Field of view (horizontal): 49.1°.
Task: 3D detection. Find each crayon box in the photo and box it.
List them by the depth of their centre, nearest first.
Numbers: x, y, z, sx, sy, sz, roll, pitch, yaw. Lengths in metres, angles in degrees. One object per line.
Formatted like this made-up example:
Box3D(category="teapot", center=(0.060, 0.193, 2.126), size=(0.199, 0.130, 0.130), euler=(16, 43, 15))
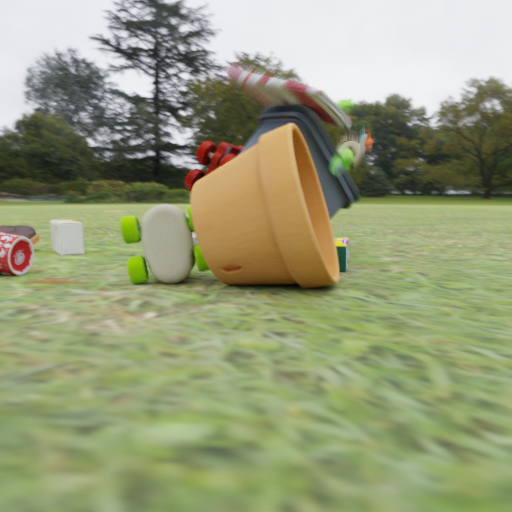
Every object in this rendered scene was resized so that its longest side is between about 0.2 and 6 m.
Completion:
Box3D(category="crayon box", center=(0.841, -0.042, 8.847), size=(1.202, 0.406, 1.393), euler=(0, 6, 11))

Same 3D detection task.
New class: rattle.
Box3D(category="rattle", center=(2.063, -2.215, 11.719), size=(0.752, 0.490, 0.537), euler=(-24, 1, 21))

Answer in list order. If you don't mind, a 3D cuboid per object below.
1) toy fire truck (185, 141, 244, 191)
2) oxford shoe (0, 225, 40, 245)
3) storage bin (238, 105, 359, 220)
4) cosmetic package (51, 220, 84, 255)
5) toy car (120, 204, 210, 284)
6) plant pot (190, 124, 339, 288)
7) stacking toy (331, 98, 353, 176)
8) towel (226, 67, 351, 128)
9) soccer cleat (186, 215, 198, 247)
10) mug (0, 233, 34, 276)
Box3D(category="toy fire truck", center=(-0.688, -1.583, 11.203), size=(0.790, 1.408, 1.182), euler=(32, 15, 26))
Box3D(category="oxford shoe", center=(-5.122, -0.472, 10.112), size=(0.946, 0.964, 2.658), euler=(4, 8, 32))
Box3D(category="storage bin", center=(0.543, -1.427, 10.877), size=(1.779, 2.444, 1.642), euler=(15, 58, 49))
Box3D(category="cosmetic package", center=(-3.653, -0.368, 10.805), size=(0.422, 0.624, 1.187), euler=(-4, 9, -28))
Box3D(category="toy car", center=(-1.126, -0.111, 7.562), size=(1.056, 1.014, 1.285), euler=(-10, -5, -1))
Box3D(category="plant pot", center=(0.098, -0.451, 6.904), size=(1.388, 1.982, 1.982), euler=(-16, 3, 14))
Box3D(category="stacking toy", center=(0.879, -1.968, 10.768), size=(2.262, 1.705, 0.531), euler=(-27, -47, 34))
Box3D(category="towel", center=(0.621, -2.924, 10.259), size=(2.064, 0.235, 1.487), euler=(24, 3, 31))
Box3D(category="soccer cleat", center=(-0.494, -0.557, 11.045), size=(2.732, 0.946, 1.060), euler=(1, 10, 37))
Box3D(category="mug", center=(-3.772, 0.050, 7.876), size=(1.024, 0.909, 0.683), euler=(6, -28, 14))
